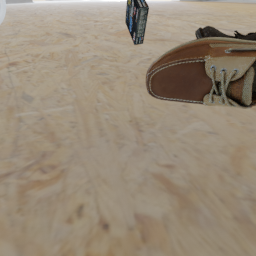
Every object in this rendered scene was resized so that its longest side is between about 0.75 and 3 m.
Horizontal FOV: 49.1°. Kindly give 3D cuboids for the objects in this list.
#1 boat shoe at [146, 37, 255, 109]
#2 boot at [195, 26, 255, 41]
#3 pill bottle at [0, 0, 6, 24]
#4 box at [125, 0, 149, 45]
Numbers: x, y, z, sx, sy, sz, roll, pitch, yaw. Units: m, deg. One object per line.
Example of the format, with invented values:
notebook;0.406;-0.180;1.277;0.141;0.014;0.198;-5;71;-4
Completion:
boat shoe;1.632;-0.817;4.312;2.846;1.077;1.022;-5;30;16
boot;2.677;-1.733;4.662;2.517;2.192;0.872;20;46;-17
pill bottle;-3.067;-2.074;4.524;1.510;1.510;2.756;-1;23;-2
box;0.172;-2.414;6.003;0.224;0.974;0.774;-13;63;-12
